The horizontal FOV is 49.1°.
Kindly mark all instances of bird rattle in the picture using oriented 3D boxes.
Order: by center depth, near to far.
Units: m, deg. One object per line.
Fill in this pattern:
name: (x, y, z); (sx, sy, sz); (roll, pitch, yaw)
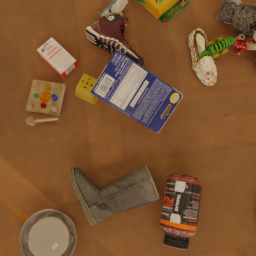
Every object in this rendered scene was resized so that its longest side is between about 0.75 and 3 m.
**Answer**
bird rattle: (5.384, -3.523, 11.502); (1.940, 1.582, 1.093); (-6, 110, -11)

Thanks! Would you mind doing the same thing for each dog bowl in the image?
dog bowl: (-2.835, 3.991, 10.198); (2.047, 0.600, 2.047); (0, 77, 0)

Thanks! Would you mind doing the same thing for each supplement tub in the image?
supplement tub: (1.894, 2.983, 10.084); (1.318, 1.318, 2.465); (10, 76, 3)

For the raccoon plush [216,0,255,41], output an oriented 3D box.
raccoon plush: (4.633, -4.582, 11.459); (1.878, 2.803, 1.356); (18, 119, 6)

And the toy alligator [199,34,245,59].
toy alligator: (3.957, -3.449, 11.460); (2.178, 0.591, 0.646); (-26, 89, -4)

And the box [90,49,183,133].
box: (0.342, -1.258, 10.144); (2.942, 0.477, 1.782); (32, 96, -14)

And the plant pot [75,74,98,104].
plant pot: (-1.607, -1.677, 11.467); (0.951, 0.839, 0.951); (26, 78, 5)

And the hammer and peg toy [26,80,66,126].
hammer and peg toy: (-3.345, -0.960, 11.378); (1.430, 0.686, 1.945); (8, 76, 0)

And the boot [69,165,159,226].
boot: (-0.517, 2.081, 10.464); (2.767, 1.004, 2.516); (-26, 92, 1)

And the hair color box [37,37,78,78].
hair color box: (-3.004, -3.008, 11.971); (0.870, 0.501, 1.568); (-44, 82, -9)

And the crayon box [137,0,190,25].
crayon box: (1.347, -6.167, 12.653); (1.699, 0.680, 2.676); (-43, 80, -9)

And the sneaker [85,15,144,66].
sneaker: (-0.230, -3.898, 11.897); (2.956, 1.118, 1.708); (35, 76, 9)

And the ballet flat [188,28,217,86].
ballet flat: (3.124, -3.045, 11.812); (0.973, 0.823, 2.574); (-16, 77, 1)

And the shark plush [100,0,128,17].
shark plush: (-0.512, -5.681, 12.290); (0.835, 0.910, 2.004); (36, 109, 35)
